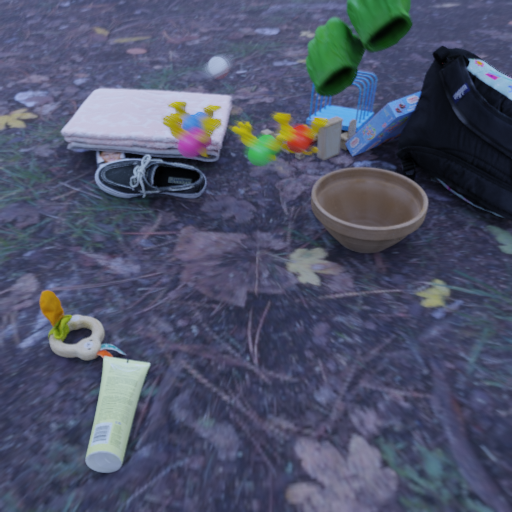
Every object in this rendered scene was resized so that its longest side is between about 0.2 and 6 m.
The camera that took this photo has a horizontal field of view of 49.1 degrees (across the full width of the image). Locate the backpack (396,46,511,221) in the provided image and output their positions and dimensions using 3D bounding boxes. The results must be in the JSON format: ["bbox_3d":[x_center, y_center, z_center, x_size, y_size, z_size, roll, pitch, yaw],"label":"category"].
[{"bbox_3d":[5.130,-2.462,11.940,2.353,3.102,3.718,-17,46,-28],"label":"backpack"}]

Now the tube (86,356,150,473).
[{"bbox_3d":[-1.983,2.159,8.002,0.482,0.539,1.857,-31,31,18],"label":"tube"}]

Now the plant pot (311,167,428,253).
[{"bbox_3d":[2.197,-0.784,11.206,2.258,1.042,2.258,0,38,0],"label":"plant pot"}]

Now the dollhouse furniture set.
[{"bbox_3d":[1.372,-3.381,14.568,1.678,0.961,1.968,-26,45,-29],"label":"dollhouse furniture set"}]

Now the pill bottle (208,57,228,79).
[{"bbox_3d":[-0.882,-4.357,12.951,0.429,0.429,0.783,1,12,1],"label":"pill bottle"}]

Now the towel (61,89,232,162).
[{"bbox_3d":[-2.694,-3.590,14.855,3.931,0.634,3.755,4,34,-2],"label":"towel"}]

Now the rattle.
[{"bbox_3d":[-2.721,1.153,8.867,1.369,0.978,0.892,24,26,36],"label":"rattle"}]

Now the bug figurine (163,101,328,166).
[{"bbox_3d":[-0.346,-2.341,10.932,3.248,0.836,2.519,11,25,13],"label":"bug figurine"}]

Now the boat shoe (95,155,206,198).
[{"bbox_3d":[-2.371,-1.729,12.375,2.492,0.851,0.920,10,81,2],"label":"boat shoe"}]

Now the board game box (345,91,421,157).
[{"bbox_3d":[3.708,-3.452,14.030,2.526,1.910,0.462,-26,84,-29],"label":"board game box"}]

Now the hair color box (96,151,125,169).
[{"bbox_3d":[-3.450,-2.129,13.422,0.663,0.406,1.339,-9,38,-12],"label":"hair color box"}]

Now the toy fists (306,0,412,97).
[{"bbox_3d":[2.068,-4.569,11.613,0.923,2.685,1.369,5,62,-37],"label":"toy fists"}]

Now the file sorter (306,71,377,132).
[{"bbox_3d":[2.388,-4.270,15.204,1.392,1.231,2.006,15,29,18],"label":"file sorter"}]
